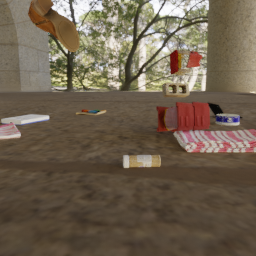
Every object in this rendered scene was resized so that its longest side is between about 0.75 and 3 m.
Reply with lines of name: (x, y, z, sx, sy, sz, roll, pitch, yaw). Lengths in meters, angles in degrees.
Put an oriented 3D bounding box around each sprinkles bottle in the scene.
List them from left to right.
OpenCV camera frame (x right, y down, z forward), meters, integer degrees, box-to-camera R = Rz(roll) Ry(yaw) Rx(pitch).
sprinkles bottle: (0.290, 0.704, 5.969, 0.782, 0.267, 0.267, -1, 10, -4)

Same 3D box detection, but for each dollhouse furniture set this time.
dollhouse furniture set: (1.760, -1.313, 9.449, 1.188, 2.921, 1.572, -1, -4, -19)

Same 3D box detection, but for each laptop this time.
laptop: (4.876, -0.896, 14.150, 1.359, 0.702, 1.205, -2, 10, -10)

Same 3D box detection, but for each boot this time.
boot: (-2.508, -3.366, 9.388, 0.726, 1.970, 1.524, -43, 24, -23)

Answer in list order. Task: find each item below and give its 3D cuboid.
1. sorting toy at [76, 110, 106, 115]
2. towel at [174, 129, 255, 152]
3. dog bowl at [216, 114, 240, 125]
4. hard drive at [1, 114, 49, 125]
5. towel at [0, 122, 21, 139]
sorting toy: (-1.982, -0.955, 15.848, 1.344, 0.241, 1.804, 3, 10, 17)
towel: (2.737, 0.288, 8.086, 2.626, 0.393, 1.922, 0, 9, -1)
dog bowl: (4.262, -0.370, 11.993, 0.966, 0.380, 0.966, 0, 10, 0)
hard drive: (-4.554, -0.383, 12.527, 1.143, 0.220, 1.732, 4, 11, 24)
towel: (-4.458, 0.109, 9.475, 1.375, 0.281, 1.879, -6, 11, -26)
